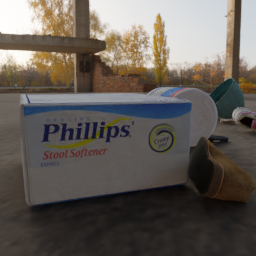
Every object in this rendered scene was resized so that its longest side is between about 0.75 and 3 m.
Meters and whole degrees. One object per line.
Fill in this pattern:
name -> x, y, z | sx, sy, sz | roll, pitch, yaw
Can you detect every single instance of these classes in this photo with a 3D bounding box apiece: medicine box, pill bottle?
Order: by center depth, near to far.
medicine box -> -0.652, 0.103, 5.279 | 2.556, 1.445, 2.807 | -3, 11, -20
pill bottle -> 1.267, -0.441, 8.421 | 1.555, 1.555, 2.771 | -3, 9, -16

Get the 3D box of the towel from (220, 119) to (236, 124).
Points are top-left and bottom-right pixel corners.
towel -> 4.375, -0.288, 11.783 | 0.959, 0.165, 0.636 | 2, 10, 12

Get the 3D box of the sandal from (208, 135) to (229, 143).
sandal -> 2.495, 0.337, 7.957 | 0.969, 0.207, 0.368 | 6, 12, -30

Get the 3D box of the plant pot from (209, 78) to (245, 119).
plant pot -> 4.650, -1.187, 13.115 | 1.292, 1.919, 1.919 | 39, 6, -7

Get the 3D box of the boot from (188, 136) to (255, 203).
boot -> 1.486, 0.688, 4.698 | 0.733, 0.715, 1.944 | 17, 15, -1

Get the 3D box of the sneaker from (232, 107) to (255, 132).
sneaker -> 4.504, -0.172, 9.606 | 1.818, 0.739, 0.802 | 8, 29, 21
